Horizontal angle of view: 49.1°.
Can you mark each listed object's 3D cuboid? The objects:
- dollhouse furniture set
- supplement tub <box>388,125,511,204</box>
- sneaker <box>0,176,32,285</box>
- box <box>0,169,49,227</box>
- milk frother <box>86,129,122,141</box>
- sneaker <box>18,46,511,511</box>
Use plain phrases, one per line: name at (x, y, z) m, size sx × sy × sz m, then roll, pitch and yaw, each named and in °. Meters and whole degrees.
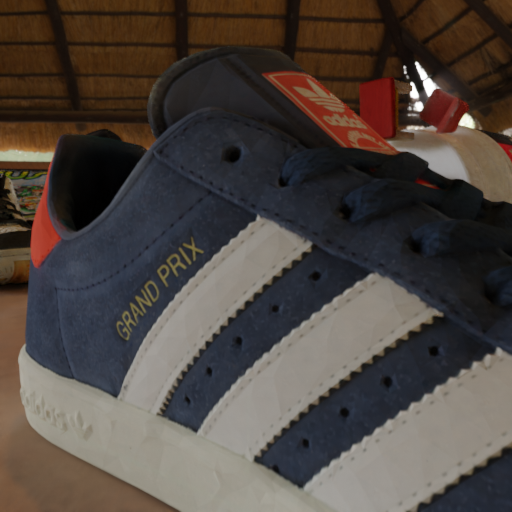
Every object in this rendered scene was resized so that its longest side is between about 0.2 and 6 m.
dollhouse furniture set at (1.190, -0.517, 4.261) m, size 0.937 × 1.741 × 0.708 m, roll 0°, pitch 5°, yaw 39°
supplement tub at (2.033, -0.472, 5.365) m, size 2.059 × 1.445 × 1.445 m, roll -3°, pitch 5°, yaw -39°
sneaker at (-2.800, -0.332, 5.610) m, size 1.017 × 1.179 × 2.690 m, roll -1°, pitch 5°, yaw -39°
box at (-2.762, -0.610, 7.976) m, size 3.850 × 0.668 × 2.119 m, roll -1°, pitch 26°, yaw -9°
milk frother at (-0.972, -0.630, 6.216) m, size 1.832 × 1.653 × 1.723 m, roll -3°, pitch 5°, yaw -6°
sneaker at (0.279, 0.038, 1.220) m, size 2.494 × 1.054 × 0.935 m, roll 3°, pitch 5°, yaw 35°
